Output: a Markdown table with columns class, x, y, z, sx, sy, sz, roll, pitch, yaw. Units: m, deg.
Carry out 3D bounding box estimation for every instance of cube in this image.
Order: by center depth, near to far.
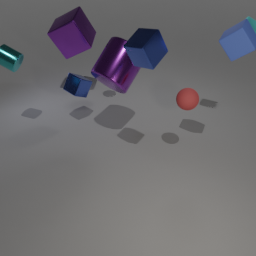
| class | x | y | z | sx | sy | sz | roll | pitch | yaw |
| --- | --- | --- | --- | --- | --- | --- | --- | --- | --- |
| cube | 0.453 | -1.997 | 7.048 | 0.700 | 0.700 | 0.700 | 23 | 68 | 42 |
| cube | 3.022 | -2.387 | 7.625 | 0.700 | 0.700 | 0.700 | -23 | 23 | 45 |
| cube | -1.955 | -1.659 | 10.909 | 0.700 | 0.700 | 0.700 | 31 | 16 | 27 |
| cube | -2.433 | -4.187 | 12.373 | 1.400 | 1.400 | 1.400 | -17 | 42 | 23 |

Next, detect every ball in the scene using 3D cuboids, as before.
| class | x | y | z | sx | sy | sz | roll | pitch | yaw |
| --- | --- | --- | --- | --- | --- | --- | --- | --- | --- |
| ball | 1.842 | -0.893 | 8.665 | 0.700 | 0.700 | 0.700 | 0 | 33 | 0 |

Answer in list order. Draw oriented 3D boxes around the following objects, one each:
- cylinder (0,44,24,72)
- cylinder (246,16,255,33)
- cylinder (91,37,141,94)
| class | x | y | z | sx | sy | sz | roll | pitch | yaw |
| --- | --- | --- | --- | --- | --- | --- | --- | --- | --- |
| cylinder | -4.047 | -2.375 | 9.545 | 0.700 | 0.700 | 0.700 | 28 | 32 | -9 |
| cylinder | 4.175 | -3.314 | 9.574 | 0.700 | 0.700 | 0.700 | 33 | 38 | 0 |
| cylinder | -0.331 | -2.115 | 9.545 | 1.400 | 1.400 | 1.400 | 27 | 85 | 35 |
